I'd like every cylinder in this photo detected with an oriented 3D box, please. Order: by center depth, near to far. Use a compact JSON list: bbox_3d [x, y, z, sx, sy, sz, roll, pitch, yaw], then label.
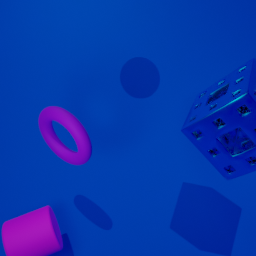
[{"bbox_3d":[-2.170,2.480,6.449,1.053,1.053,1.053,-19,77,-12],"label":"cylinder"}]

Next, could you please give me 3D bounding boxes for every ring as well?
[{"bbox_3d":[-1.265,0.174,5.599,1.350,1.350,0.270,40,51,9],"label":"ring"}]

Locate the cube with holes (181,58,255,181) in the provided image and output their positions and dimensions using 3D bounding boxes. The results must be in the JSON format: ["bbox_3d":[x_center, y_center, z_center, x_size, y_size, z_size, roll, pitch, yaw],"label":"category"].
[{"bbox_3d":[2.012,-0.137,5.015,1.308,1.308,1.308,46,43,-10],"label":"cube with holes"}]
